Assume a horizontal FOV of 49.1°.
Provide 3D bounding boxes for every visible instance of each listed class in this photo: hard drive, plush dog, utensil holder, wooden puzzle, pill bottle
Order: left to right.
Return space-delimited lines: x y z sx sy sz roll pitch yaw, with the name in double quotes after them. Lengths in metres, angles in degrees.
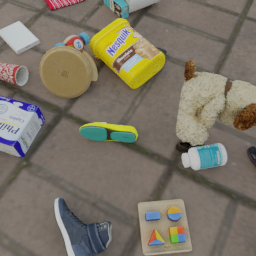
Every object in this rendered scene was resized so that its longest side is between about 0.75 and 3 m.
-5.665 -4.710 14.515 1.304 0.260 1.977 -36 65 -20 "hard drive"
0.603 -7.444 15.389 2.014 1.711 1.711 -29 62 -15 "utensil holder"
1.225 3.273 9.445 1.634 0.409 1.765 -5 58 -2 "wooden puzzle"
2.843 1.098 10.539 1.539 0.853 0.853 -9 58 -6 "pill bottle"
2.900 -0.900 8.596 2.449 2.288 2.851 9 33 16 "plush dog"

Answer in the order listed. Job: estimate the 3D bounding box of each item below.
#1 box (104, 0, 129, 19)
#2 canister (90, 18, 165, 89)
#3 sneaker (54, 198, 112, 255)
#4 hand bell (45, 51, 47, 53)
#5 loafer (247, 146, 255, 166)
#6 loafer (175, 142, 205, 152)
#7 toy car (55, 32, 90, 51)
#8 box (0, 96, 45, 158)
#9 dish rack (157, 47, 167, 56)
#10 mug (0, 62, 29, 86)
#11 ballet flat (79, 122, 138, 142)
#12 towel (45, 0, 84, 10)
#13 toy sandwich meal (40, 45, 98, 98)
-0.688 -6.907 15.581 0.463 0.775 1.885 -31 63 -17 "box"
-0.016 -3.459 13.021 2.216 1.291 2.983 -40 67 -10 "canister"
-1.423 3.108 9.198 1.609 0.847 2.227 -25 70 -3 "sneaker"
-3.335 -3.487 13.683 1.271 0.662 0.662 -13 58 -23 "hand bell"
5.147 1.347 10.574 0.601 0.527 1.672 -16 59 -10 "loafer"
2.486 0.744 11.011 1.190 0.424 0.434 0 58 0 "loafer"
-2.172 -3.141 12.881 1.838 1.626 1.694 44 56 10 "toy car"
-4.660 -0.075 11.163 1.807 1.031 1.965 15 60 10 "box"
1.429 -3.521 13.698 0.874 0.311 1.139 16 68 9 "dish rack"
-5.371 -2.507 12.935 1.378 1.223 0.919 14 95 13 "mug"
-0.754 0.122 11.312 2.317 0.774 0.777 7 37 1 "ballet flat"
-3.778 -7.638 16.353 2.191 0.246 1.585 -24 62 -14 "towel"
-2.598 -2.502 12.256 2.514 2.514 0.861 3 24 2 "toy sandwich meal"
